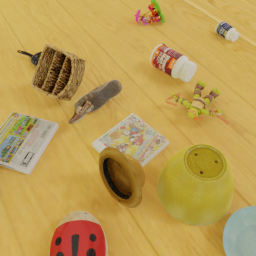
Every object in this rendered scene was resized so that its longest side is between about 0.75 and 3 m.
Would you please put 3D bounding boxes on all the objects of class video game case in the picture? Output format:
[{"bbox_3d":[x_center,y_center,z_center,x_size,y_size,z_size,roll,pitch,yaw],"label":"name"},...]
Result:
[{"bbox_3d":[0.101,0.609,10.911,2.257,0.258,2.054,-37,61,-25],"label":"video game case"},{"bbox_3d":[-4.228,0.497,11.006,2.164,0.272,2.378,15,54,11],"label":"video game case"}]

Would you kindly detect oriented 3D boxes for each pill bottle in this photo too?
[{"bbox_3d":[5.413,-5.240,15.234,0.686,0.686,1.234,-26,56,-19],"label":"pill bottle"},{"bbox_3d":[2.132,-3.047,13.239,2.046,1.121,1.121,36,60,25],"label":"pill bottle"}]

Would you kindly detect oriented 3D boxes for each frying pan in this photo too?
[{"bbox_3d":[-4.606,-3.421,14.038,2.099,0.342,1.270,-1,51,1],"label":"frying pan"}]

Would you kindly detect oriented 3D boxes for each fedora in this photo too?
[{"bbox_3d":[-0.087,1.527,9.257,0.872,2.139,2.139,-23,53,-40],"label":"fedora"}]

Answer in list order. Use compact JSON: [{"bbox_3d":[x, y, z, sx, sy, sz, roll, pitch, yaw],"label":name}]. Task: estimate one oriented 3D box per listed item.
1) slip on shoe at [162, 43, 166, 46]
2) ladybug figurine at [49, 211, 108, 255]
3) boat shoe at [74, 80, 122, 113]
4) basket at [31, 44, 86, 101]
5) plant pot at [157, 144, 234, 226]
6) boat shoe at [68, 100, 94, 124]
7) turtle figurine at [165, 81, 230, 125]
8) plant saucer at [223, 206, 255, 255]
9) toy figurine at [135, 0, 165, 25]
[{"bbox_3d":[1.940,-3.901,14.395,0.441,0.352,1.160,-7,52,-5],"label":"slip on shoe"},{"bbox_3d":[-1.462,3.581,8.156,1.731,0.917,2.550,-7,52,-6],"label":"ladybug figurine"},{"bbox_3d":[-1.300,-1.354,12.202,2.229,0.844,0.800,-29,18,-10],"label":"boat shoe"},{"bbox_3d":[-2.872,-2.229,11.705,1.422,1.992,1.484,36,16,37],"label":"basket"},{"bbox_3d":[2.316,1.590,9.132,2.608,1.851,2.608,0,52,0],"label":"plant pot"},{"bbox_3d":[-1.956,-0.648,11.229,0.505,0.478,1.332,-9,31,46],"label":"boat shoe"},{"bbox_3d":[3.107,-0.983,11.783,2.719,0.876,2.193,21,47,23],"label":"turtle figurine"},{"bbox_3d":[4.082,3.638,8.392,2.563,0.493,2.563,0,52,-1],"label":"plant saucer"},{"bbox_3d":[1.146,-6.427,16.173,1.431,1.167,1.555,-29,81,-5],"label":"toy figurine"}]
